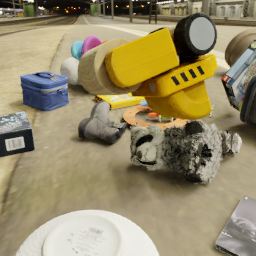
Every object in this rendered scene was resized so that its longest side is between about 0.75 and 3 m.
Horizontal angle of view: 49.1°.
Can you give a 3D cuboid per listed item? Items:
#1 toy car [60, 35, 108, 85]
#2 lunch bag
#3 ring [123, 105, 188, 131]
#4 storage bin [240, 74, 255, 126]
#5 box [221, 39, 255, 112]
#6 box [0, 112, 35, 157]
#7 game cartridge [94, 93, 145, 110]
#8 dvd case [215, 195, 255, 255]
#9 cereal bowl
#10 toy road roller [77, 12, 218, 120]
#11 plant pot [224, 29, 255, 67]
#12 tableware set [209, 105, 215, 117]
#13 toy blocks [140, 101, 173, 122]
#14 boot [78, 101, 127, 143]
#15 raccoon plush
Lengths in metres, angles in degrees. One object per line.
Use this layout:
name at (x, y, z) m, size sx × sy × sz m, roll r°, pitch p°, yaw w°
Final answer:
toy car at (-1.481, -3.013, 12.616) m, size 2.899 × 2.174 × 2.537 m, roll 23°, pitch 32°, yaw 24°
lunch bag at (-3.150, -1.507, 10.657) m, size 1.897 × 1.255 × 1.289 m, roll 16°, pitch 29°, yaw 32°
ring at (0.925, -0.335, 9.398) m, size 2.185 × 0.210 × 2.185 m, roll 0°, pitch 26°, yaw 0°
storage bin at (5.280, -0.754, 8.207) m, size 2.962 × 2.156 × 1.990 m, roll -13°, pitch 37°, yaw -17°
box at (3.764, -1.561, 8.918) m, size 0.414 × 1.501 × 2.198 m, roll 41°, pitch 4°, yaw 32°
box at (-3.206, 0.141, 7.761) m, size 0.964 × 0.695 × 1.299 m, roll -12°, pitch 27°, yaw -24°
game cartridge at (-0.279, -1.198, 11.182) m, size 1.677 × 0.272 × 1.478 m, roll -16°, pitch 29°, yaw -28°
dvd case at (2.706, 1.912, 4.554) m, size 2.091 × 0.167 × 1.555 m, roll 18°, pitch 30°, yaw 33°
cereal bowl at (-0.580, 1.868, 3.790) m, size 2.176 × 0.906 × 2.176 m, roll -1°, pitch 25°, yaw 0°
toy road roller at (0.538, -0.883, 5.302) m, size 2.558 × 1.868 × 1.572 m, roll -24°, pitch 15°, yaw -21°
plant pot at (6.459, -3.578, 14.432) m, size 2.327 × 2.327 × 2.019 m, roll -3°, pitch 42°, yaw -6°
tableware set at (2.697, -0.809, 10.326) m, size 0.895 × 0.271 × 1.354 m, roll 9°, pitch 26°, yaw 19°
toy blocks at (0.969, -0.633, 9.570) m, size 1.181 × 0.429 × 0.985 m, roll 4°, pitch 44°, yaw 13°
boot at (-0.593, -0.158, 8.635) m, size 1.267 × 0.672 × 1.924 m, roll 10°, pitch 37°, yaw 14°
raccoon plush at (1.331, 0.570, 6.894) m, size 1.895 × 1.368 × 2.829 m, roll 5°, pitch -7°, yaw 42°
